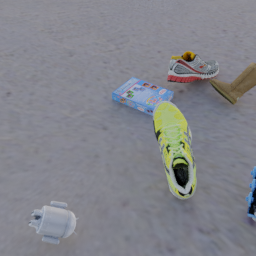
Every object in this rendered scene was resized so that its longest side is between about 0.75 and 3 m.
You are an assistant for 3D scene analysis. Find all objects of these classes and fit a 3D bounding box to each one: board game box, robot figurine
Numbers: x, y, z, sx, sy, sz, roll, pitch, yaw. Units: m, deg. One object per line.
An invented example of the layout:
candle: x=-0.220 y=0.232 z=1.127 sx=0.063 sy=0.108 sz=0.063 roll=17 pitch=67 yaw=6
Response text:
board game box: x=0.480 y=-1.070 z=9.150 sx=1.620 sy=0.297 sz=1.226 roll=24 pitch=47 yaw=26
robot figurine: x=-1.388 y=1.791 z=5.328 sx=0.914 sy=0.516 sz=0.775 roll=19 pitch=64 yaw=-22

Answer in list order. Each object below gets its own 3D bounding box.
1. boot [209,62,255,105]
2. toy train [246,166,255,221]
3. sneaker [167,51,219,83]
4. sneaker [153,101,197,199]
boot: x=3.510 y=-1.560 z=8.967 sx=1.381 sy=0.457 sz=1.210 roll=-44 pitch=65 yaw=8
toy train: x=2.748 y=1.341 z=5.703 sx=0.544 sy=0.717 sz=1.255 roll=5 pitch=46 yaw=30
sneaker: x=2.335 y=-2.145 z=9.600 sx=2.363 sy=0.971 sz=0.920 roll=-16 pitch=23 yaw=-38
sneaker: x=1.102 y=0.436 z=6.126 sx=0.838 sy=0.849 sz=2.223 roll=-15 pitch=81 yaw=1
